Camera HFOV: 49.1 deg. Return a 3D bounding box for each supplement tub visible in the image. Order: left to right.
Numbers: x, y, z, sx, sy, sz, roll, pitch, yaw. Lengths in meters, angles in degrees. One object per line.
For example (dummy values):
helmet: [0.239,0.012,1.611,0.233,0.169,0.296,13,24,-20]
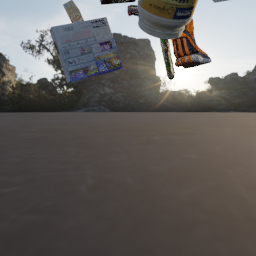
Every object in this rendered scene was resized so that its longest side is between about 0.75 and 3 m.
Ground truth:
supplement tub: [0.980,-3.190,6.440,1.383,1.915,1.383,7,46,-7]

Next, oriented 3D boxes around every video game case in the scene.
video game case: [-1.343,-2.581,9.265,1.968,1.784,0.447,-21,5,-24]

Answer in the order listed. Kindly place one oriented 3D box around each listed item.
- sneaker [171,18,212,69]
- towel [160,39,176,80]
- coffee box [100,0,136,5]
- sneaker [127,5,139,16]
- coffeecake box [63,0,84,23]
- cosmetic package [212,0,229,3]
sneaker: [2.206,-2.964,9.834,1.094,1.580,2.821,-11,4,22]
towel: [1.394,-3.302,10.333,0.419,2.037,2.730,-12,-26,8]
coffee box: [-0.045,-4.202,7.495,1.159,0.808,2.026,-13,0,-19]
sneaker: [0.406,-3.831,9.217,0.863,0.322,0.348,1,-5,6]
coffeecake box: [-1.996,-4.223,11.051,0.452,0.950,1.238,-30,-35,-3]
cosmetic package: [2.834,-3.146,6.000,2.027,0.524,1.528,-4,23,15]
